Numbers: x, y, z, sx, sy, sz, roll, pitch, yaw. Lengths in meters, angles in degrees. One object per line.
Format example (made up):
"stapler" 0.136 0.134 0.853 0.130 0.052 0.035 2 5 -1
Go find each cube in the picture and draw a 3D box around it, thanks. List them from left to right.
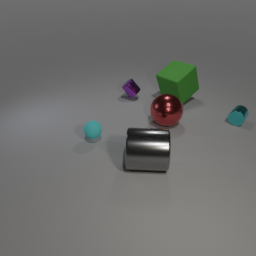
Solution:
"cube" 2.447 -2.260 13.744 1.400 1.400 1.400 -41 45 -20

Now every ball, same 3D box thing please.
"ball" -1.346 0.063 10.731 0.700 0.700 0.700 0 30 0
"ball" 1.639 -0.761 11.860 1.400 1.400 1.400 0 30 0

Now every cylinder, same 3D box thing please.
"cylinder" 0.163 -2.015 14.165 0.700 0.700 0.700 -37 20 16
"cylinder" 0.653 0.704 9.319 1.400 1.400 1.400 2 30 3
"cylinder" 4.791 -0.548 12.162 0.700 0.700 0.700 19 35 29
